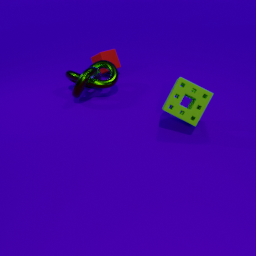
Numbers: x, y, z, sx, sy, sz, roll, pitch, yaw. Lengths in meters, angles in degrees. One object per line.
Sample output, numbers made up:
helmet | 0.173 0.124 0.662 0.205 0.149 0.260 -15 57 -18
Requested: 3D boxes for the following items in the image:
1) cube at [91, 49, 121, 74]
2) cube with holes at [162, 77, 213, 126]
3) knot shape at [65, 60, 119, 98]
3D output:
cube | -0.905 -2.686 11.460 0.781 0.781 0.781 -26 12 -36
cube with holes | 1.642 -0.743 7.935 0.984 0.984 0.984 27 7 2
knot shape | -1.216 -1.783 9.834 1.800 0.889 1.924 -19 21 -8
